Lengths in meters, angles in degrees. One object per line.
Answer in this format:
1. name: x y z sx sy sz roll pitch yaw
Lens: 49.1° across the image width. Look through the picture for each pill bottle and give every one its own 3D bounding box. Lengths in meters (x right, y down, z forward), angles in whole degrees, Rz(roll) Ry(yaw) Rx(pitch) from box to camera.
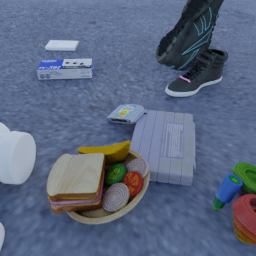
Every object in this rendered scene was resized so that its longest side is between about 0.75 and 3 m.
1. pill bottle: -3.859 0.563 6.738 2.932 1.646 1.646 6 38 8

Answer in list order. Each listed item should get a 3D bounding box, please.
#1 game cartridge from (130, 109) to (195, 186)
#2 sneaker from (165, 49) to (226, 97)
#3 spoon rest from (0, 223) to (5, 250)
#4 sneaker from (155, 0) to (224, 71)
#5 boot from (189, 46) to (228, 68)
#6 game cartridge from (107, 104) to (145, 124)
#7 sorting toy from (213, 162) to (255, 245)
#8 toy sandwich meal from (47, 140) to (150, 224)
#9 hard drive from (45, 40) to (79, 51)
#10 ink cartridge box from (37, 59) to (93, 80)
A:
1. game cartridge: 0.992 0.434 7.896 1.770 0.524 2.731 10 38 6
2. sneaker: 2.552 -2.176 10.513 2.851 1.414 1.008 -24 45 -26
3. spoon rest: -2.892 2.496 5.161 1.129 0.689 2.272 -12 26 -17
4. sneaker: 2.078 -3.056 8.472 1.180 2.977 1.122 25 27 -28
5. boot: 3.003 -3.408 12.712 2.653 0.926 1.746 38 47 25
6. game cartridge: -0.050 -0.461 8.859 1.168 0.236 0.779 7 40 45
7. sorting toy: 2.556 1.654 6.119 1.314 0.898 2.186 25 30 7
8. toy sandwich meal: -0.676 1.085 6.339 2.354 0.806 2.354 -13 39 11
9. hard drive: -3.297 -4.162 14.117 1.480 0.197 0.976 2 37 3
10. ink cartridge box: -2.567 -2.458 11.650 2.163 0.478 1.017 -2 36 -2
